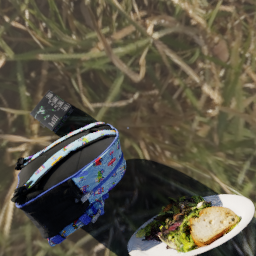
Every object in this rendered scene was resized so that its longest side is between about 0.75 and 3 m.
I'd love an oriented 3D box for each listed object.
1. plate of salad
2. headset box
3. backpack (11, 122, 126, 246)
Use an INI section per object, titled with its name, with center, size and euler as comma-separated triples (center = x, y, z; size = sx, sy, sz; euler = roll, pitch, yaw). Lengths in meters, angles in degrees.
[plate of salad]
center = 1.223, 1.910, 5.963
size = 2.769, 2.769, 0.665
euler = -23, 90, -4
[headset box]
center = -2.063, -0.415, 7.602
size = 0.797, 0.424, 0.915
euler = 35, 81, 6
[backpack]
center = -1.137, 1.037, 6.397
size = 2.487, 2.270, 1.673
euler = -34, 111, -10
